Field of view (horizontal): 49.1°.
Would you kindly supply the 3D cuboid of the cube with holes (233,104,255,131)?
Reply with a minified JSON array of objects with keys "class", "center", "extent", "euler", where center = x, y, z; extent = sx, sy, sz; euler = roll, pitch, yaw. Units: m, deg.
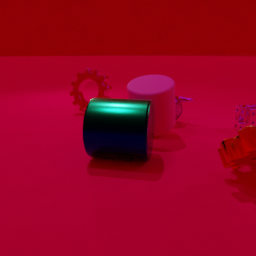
[{"class":"cube with holes","center":[3.752,-0.272,8.461],"extent":[0.746,0.746,0.746],"euler":[-4,15,-13]}]

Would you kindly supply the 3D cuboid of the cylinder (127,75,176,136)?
[{"class":"cylinder","center":[0.688,-0.669,7.995],"extent":[1.315,1.315,1.315],"euler":[-5,33,3]}]

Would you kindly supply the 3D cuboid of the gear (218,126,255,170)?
[{"class":"gear","center":[2.739,0.244,5.063],"extent":[2.096,0.388,2.096],"euler":[-11,-22,-4]}]

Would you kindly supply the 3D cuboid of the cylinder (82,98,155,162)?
[{"class":"cylinder","center":[-0.155,0.025,6.320],"extent":[1.370,1.370,1.370],"euler":[3,16,11]}]

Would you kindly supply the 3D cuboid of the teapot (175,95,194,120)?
[{"class":"teapot","center":[1.446,-0.657,9.381],"extent":[1.603,0.997,0.785],"euler":[-33,35,-9]}]

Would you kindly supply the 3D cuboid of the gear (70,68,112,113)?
[{"class":"gear","center":[-1.430,-1.395,10.661],"extent":[1.675,1.675,0.310],"euler":[7,4,23]}]
